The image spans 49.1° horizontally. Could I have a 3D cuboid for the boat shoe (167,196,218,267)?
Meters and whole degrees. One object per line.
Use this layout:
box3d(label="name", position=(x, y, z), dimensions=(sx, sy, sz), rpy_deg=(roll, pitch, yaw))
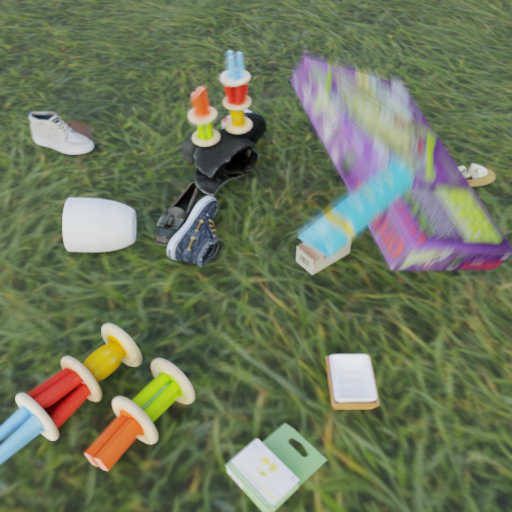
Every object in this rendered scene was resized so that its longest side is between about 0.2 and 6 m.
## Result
box3d(label="boat shoe", position=(-1.048, -0.487, 11.603), dimensions=(0.821, 0.640, 1.808), rpy_deg=(19, 53, 16))

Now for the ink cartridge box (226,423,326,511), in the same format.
box3d(label="ink cartridge box", position=(0.307, 3.020, 8.167), dimensions=(1.230, 0.295, 0.895), rpy_deg=(-34, 53, -28))

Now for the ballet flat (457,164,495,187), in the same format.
box3d(label="ballet flat", position=(4.926, -1.868, 13.059), dimensions=(1.655, 0.522, 0.568), rpy_deg=(-15, 45, -15))

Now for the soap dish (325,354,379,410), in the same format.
box3d(label="soap dish", position=(1.537, 2.056, 9.083), dimensions=(0.746, 0.385, 0.949), rpy_deg=(-1, 44, -1))

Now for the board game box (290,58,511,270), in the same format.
box3d(label="board game box", position=(2.745, -1.830, 10.920), dimensions=(2.884, 0.776, 4.806), rpy_deg=(5, 51, -37))

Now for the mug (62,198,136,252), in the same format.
box3d(label="mug", position=(-3.138, -0.658, 11.531), dimensions=(1.303, 1.097, 1.486), rpy_deg=(1, 13, -5))

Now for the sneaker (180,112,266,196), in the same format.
box3d(label="sneaker", position=(-0.466, -2.451, 13.133), dimensions=(1.667, 0.960, 3.196), rpy_deg=(31, 43, 32))

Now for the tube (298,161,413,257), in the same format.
box3d(label="tube", position=(1.597, -0.720, 8.749), dimensions=(1.935, 0.488, 0.749), rpy_deg=(-39, 36, -11))

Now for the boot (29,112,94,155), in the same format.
box3d(label="boot", position=(-4.972, -3.141, 14.153), dimensions=(1.743, 0.833, 0.641), rpy_deg=(13, 45, 13))

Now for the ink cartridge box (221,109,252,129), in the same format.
box3d(label="ink cartridge box", position=(-0.430, -3.427, 14.606), dimensions=(0.361, 0.624, 1.071), rpy_deg=(27, 50, 25))

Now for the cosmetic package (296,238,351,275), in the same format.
box3d(label="cosmetic package", position=(1.360, -0.127, 11.299), dimensions=(1.040, 0.454, 0.538), rpy_deg=(-29, 51, -27))

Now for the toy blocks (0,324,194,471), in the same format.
box3d(label="toy blocks", position=(-2.495, 2.389, 8.358), dimensions=(2.097, 0.914, 2.517), rpy_deg=(28, 50, 26))

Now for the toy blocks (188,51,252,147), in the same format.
box3d(label="toy blocks", position=(-0.796, -3.361, 11.918), dimensions=(1.482, 1.779, 0.646), rpy_deg=(-25, 51, -19))

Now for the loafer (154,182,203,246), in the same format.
box3d(label="loafer", position=(-1.681, -0.950, 12.035), dimensions=(0.651, 0.570, 1.811), rpy_deg=(13, 43, 16))
